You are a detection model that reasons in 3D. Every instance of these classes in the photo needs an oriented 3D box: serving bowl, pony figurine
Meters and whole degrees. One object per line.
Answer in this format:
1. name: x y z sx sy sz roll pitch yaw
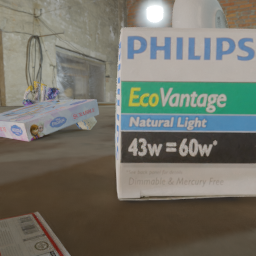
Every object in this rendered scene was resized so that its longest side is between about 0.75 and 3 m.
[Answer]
1. serving bowl: 2.166 -2.538 7.578 0.827 2.514 2.514 -5 1 38
2. pony figurine: -3.307 -0.730 10.791 1.826 1.892 1.575 18 3 16

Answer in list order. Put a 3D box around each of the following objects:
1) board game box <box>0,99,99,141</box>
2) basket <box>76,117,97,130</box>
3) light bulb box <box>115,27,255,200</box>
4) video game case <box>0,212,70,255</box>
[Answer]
1. board game box: -2.744 -0.358 8.815 2.617 0.540 2.623 5 21 41
2. basket: -1.663 -0.369 10.136 0.981 0.682 0.865 16 -31 31
3. light bulb box: 1.236 -0.254 4.215 2.867 1.805 2.892 0 7 -1
4. video game case: -1.137 0.865 1.613 1.487 0.130 1.063 -3 7 -31
